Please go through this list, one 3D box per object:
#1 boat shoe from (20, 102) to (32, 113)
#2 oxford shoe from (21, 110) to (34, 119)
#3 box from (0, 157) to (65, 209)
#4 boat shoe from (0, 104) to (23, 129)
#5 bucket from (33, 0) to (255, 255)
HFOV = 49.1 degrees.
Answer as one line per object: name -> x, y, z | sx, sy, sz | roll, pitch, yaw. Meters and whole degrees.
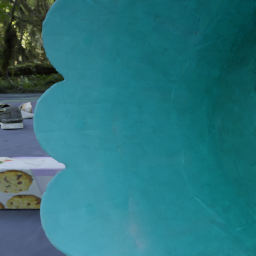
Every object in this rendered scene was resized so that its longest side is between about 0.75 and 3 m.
boat shoe -> -4.813, -0.940, 13.114 | 0.497, 0.530, 1.437 | 2, 8, -24
oxford shoe -> -4.430, -0.582, 11.190 | 1.445, 0.417, 0.543 | 2, 6, 1
box -> -1.185, 0.602, 3.152 | 2.395, 0.496, 0.463 | 1, 9, -1
boat shoe -> -3.989, -0.447, 9.279 | 0.842, 0.704, 2.357 | -6, 10, -32
bucket -> 0.931, -0.170, 1.270 | 1.784, 2.742, 2.742 | 4, 4, -39
